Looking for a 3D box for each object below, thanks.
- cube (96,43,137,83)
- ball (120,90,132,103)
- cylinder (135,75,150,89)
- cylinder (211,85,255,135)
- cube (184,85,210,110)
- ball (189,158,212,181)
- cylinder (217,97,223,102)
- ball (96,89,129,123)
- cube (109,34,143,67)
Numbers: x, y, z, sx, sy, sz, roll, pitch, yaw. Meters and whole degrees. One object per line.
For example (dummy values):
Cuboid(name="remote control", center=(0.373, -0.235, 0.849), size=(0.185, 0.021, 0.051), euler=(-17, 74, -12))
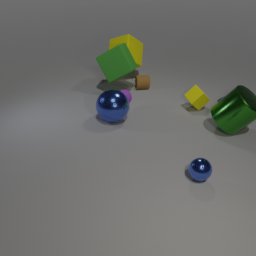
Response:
Cuboid(name="cube", center=(-0.539, -3.300, 14.118), size=(1.400, 1.400, 1.400), euler=(-24, 14, 19))
Cuboid(name="ball", center=(-0.174, -1.368, 12.548), size=(0.700, 0.700, 0.700), euler=(0, 30, 0))
Cuboid(name="cylinder", center=(0.774, -2.464, 15.014), size=(0.700, 0.700, 0.700), euler=(-3, 30, -9))
Cuboid(name="cylinder", center=(4.174, -0.683, 10.754), size=(1.400, 1.400, 1.400), euler=(23, 43, -24))
Cuboid(name="cube", center=(3.128, -1.374, 12.660), size=(0.700, 0.700, 0.700), euler=(31, 23, -43))
Cuboid(name="ball", center=(2.192, 1.250, 8.487), size=(0.700, 0.700, 0.700), euler=(0, 30, 0))
Cuboid(name="cylinder", center=(4.472, -1.118, 12.460), size=(0.700, 0.700, 0.700), euler=(-25, -3, -36))
Cuboid(name="ball", center=(-0.644, -0.926, 11.710), size=(1.400, 1.400, 1.400), euler=(0, 30, 0))
Cuboid(name="cube", center=(-0.127, -4.256, 15.876), size=(1.400, 1.400, 1.400), euler=(-1, -9, 38))
